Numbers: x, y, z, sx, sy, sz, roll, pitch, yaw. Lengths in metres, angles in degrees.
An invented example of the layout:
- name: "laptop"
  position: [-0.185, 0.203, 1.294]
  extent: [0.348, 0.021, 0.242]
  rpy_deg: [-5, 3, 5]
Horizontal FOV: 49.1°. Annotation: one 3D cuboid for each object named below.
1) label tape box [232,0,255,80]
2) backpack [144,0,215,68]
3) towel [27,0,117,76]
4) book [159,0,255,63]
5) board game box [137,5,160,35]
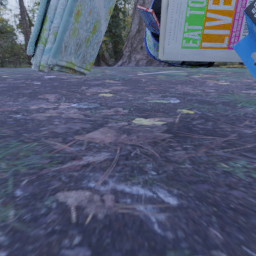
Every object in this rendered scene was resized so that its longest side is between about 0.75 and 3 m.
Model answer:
- name: "label tape box"
  position: [2.573, -1.667, 4.505]
  extent: [0.628, 1.900, 1.361]
  rpy_deg: [13, 47, -36]
- name: "backpack"
  position: [1.886, -3.266, 9.783]
  extent: [2.575, 2.356, 1.892]
  rpy_deg: [6, -14, -5]
- name: "towel"
  position: [-0.968, -2.353, 5.644]
  extent: [0.646, 2.683, 2.296]
  rpy_deg: [23, 11, 6]
- name: "book"
  position: [1.941, -2.276, 6.099]
  extent: [2.441, 1.631, 0.587]
  rpy_deg: [-2, 24, -9]
- name: "board game box"
  position: [0.671, -3.180, 8.308]
  extent: [0.564, 0.107, 1.096]
  rpy_deg: [34, -2, 28]
